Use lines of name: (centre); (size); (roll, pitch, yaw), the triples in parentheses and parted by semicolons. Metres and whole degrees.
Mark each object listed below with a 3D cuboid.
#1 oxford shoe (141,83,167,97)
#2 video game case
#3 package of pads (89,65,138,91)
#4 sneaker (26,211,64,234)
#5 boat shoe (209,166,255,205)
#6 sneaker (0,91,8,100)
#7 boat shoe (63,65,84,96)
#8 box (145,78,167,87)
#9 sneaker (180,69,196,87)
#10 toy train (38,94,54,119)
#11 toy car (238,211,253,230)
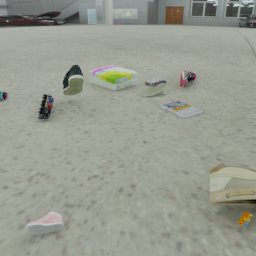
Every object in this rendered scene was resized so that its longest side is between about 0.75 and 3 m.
oxford shoe: (1.295, -1.835, 14.047); (1.403, 0.405, 0.528); (-21, 64, -13)
video game case: (2.311, -0.830, 12.193); (1.082, 0.132, 1.514); (-16, 30, -29)
package of pads: (-0.795, -2.821, 15.623); (1.781, 0.786, 2.305); (-23, 35, -37)
sneaker: (-1.781, 2.026, 6.025); (0.758, 0.285, 0.396); (-1, 28, -16)
boat shoe: (3.342, 1.555, 6.405); (2.912, 1.050, 0.946); (8, 63, 5)
sneaker: (-6.101, -1.617, 13.501); (0.592, 0.410, 0.981); (-10, 35, -9)
boat shoe: (-2.465, -2.102, 12.450); (0.876, 0.777, 2.344); (-5, -11, -15)
box: (1.557, -2.554, 15.741); (1.015, 0.191, 0.693); (-16, 30, -30)
sneaker: (3.332, -2.790, 15.555); (0.737, 0.796, 1.974); (11, 27, 17)
toy train: (-3.466, -0.952, 11.949); (0.512, 0.381, 2.234); (4, 27, -13)
toy car: (2.889, 2.247, 5.686); (0.444, 0.655, 1.336); (-54, 23, -7)
